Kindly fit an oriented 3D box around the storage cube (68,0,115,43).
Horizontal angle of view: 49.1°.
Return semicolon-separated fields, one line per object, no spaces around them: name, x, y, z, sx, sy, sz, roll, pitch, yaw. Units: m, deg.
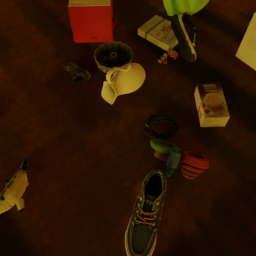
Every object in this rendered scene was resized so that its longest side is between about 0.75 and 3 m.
storage cube;-1.589;-5.060;12.336;2.036;1.830;1.740;-1;57;-1

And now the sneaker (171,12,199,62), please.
sneaker;2.635;-3.989;11.958;0.987;0.854;2.383;-15;76;-8

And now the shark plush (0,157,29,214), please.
shark plush;-3.637;1.714;8.722;0.810;0.884;1.945;-11;57;30

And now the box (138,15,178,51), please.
box;1.549;-4.340;12.743;1.773;0.365;1.383;37;65;20

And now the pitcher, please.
pitcher;-0.151;-1.878;10.442;1.732;1.486;1.050;-37;66;-27

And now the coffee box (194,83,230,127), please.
coffee box;3.058;-0.869;10.346;0.909;0.634;1.589;-2;57;-1

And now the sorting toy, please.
sorting toy;1.531;1.078;9.020;2.020;1.214;0.829;21;102;22

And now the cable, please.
cable;1.213;-0.036;9.930;1.285;0.327;1.049;8;48;-2

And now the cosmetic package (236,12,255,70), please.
cosmetic package;5.869;-3.571;11.166;1.807;2.160;1.797;-34;64;-20

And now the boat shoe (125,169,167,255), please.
boat shoe;0.500;2.427;7.924;0.896;1.149;2.532;12;58;8

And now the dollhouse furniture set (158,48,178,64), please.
dollhouse furniture set;1.716;-2.990;11.956;0.795;0.323;0.428;-46;67;-6

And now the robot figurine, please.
robot figurine;2.769;-6.127;12.914;2.578;1.700;2.938;1;32;43

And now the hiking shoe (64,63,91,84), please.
hiking shoe;-2.138;-2.206;11.302;1.243;0.471;0.626;23;57;13

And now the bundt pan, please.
bundt pan;-0.584;-2.826;11.624;1.619;0.608;1.619;0;57;0
